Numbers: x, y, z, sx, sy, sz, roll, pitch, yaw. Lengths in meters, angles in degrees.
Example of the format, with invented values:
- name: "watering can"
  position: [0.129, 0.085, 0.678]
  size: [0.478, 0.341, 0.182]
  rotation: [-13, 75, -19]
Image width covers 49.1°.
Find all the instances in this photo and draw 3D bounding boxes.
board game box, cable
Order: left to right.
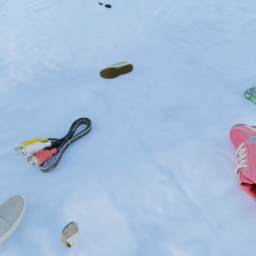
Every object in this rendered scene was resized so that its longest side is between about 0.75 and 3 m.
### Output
- name: "cable"
  position: [-1.761, 0.357, 7.311]
  size: [2.231, 0.561, 1.083]
  rotation: [-32, 54, -26]
- name: "board game box"
  position: [4.666, -1.121, 8.931]
  size: [1.660, 0.242, 1.117]
  rotation: [-29, 53, -25]

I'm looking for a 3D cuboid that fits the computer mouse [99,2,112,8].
- name: "computer mouse"
  position: [-1.121, -6.001, 13.580]
  size: [0.832, 0.142, 0.244]
  rotation: [29, 54, 25]

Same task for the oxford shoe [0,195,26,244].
- name: "oxford shoe"
  position: [-2.771, 1.967, 5.401]
  size: [0.756, 0.580, 2.010]
  rotation: [6, 33, 29]

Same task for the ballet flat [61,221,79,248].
- name: "ballet flat"
  position: [-1.063, 2.063, 5.334]
  size: [0.375, 1.064, 0.347]
  rotation: [-30, 71, -26]

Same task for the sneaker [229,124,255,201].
- name: "sneaker"
  position: [2.956, 0.884, 6.573]
  size: [1.102, 0.936, 2.540]
  rotation: [-13, 49, -11]

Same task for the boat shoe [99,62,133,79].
- name: "boat shoe"
  position: [-0.431, -2.005, 9.677]
  size: [1.208, 0.447, 0.401]
  rotation: [-14, 35, -14]
